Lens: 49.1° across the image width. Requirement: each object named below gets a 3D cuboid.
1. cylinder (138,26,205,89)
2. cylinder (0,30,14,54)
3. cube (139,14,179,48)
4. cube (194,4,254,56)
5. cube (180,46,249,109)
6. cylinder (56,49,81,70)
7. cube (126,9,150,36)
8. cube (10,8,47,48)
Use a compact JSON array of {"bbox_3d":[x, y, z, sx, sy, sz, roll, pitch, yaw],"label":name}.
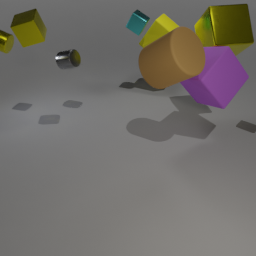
[{"bbox_3d":[1.258,-1.985,8.122,1.400,1.400,1.400,-25,6,-37],"label":"cylinder"},{"bbox_3d":[-4.496,-3.076,9.847,0.700,0.700,0.700,22,30,-5],"label":"cylinder"},{"bbox_3d":[1.609,-4.173,13.007,1.400,1.400,1.400,39,38,-4],"label":"cube"},{"bbox_3d":[3.332,-3.336,9.877,1.400,1.400,1.400,-7,-5,-7],"label":"cube"},{"bbox_3d":[2.759,-1.682,9.247,1.400,1.400,1.400,-51,28,-5],"label":"cube"},{"bbox_3d":[-2.322,-2.664,10.911,0.700,0.700,0.700,0,26,30],"label":"cylinder"},{"bbox_3d":[0.431,-4.553,12.089,0.700,0.700,0.700,33,38,-4],"label":"cube"},{"bbox_3d":[-2.842,-2.879,8.081,0.700,0.700,0.700,-14,49,7],"label":"cube"}]
